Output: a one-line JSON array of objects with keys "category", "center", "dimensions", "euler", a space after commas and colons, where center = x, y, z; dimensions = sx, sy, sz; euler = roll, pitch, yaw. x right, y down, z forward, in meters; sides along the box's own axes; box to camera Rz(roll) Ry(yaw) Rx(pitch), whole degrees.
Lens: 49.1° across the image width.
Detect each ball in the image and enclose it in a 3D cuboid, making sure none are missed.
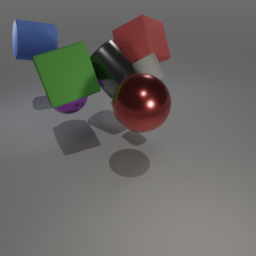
[{"category": "ball", "center": [-2.051, -1.173, 9.450], "dimensions": [1.400, 1.400, 1.400], "euler": [0, 31, 0]}, {"category": "ball", "center": [0.324, -0.591, 6.658], "dimensions": [1.400, 1.400, 1.400], "euler": [0, 31, 0]}]

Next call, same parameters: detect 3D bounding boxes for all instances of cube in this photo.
[{"category": "cube", "center": [-1.774, -1.520, 7.973], "dimensions": [1.400, 1.400, 1.400], "euler": [-22, 17, -13]}, {"category": "cube", "center": [0.501, -3.034, 10.179], "dimensions": [1.400, 1.400, 1.400], "euler": [-14, -2, 36]}]

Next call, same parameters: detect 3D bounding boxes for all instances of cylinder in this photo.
[{"category": "cylinder", "center": [0.553, -1.576, 7.633], "dimensions": [0.700, 0.700, 0.700], "euler": [-27, 9, 5]}, {"category": "cylinder", "center": [-3.485, -3.238, 10.489], "dimensions": [1.400, 1.400, 1.400], "euler": [-3, 29, -29]}, {"category": "cylinder", "center": [-0.523, -1.936, 9.287], "dimensions": [1.400, 1.400, 1.400], "euler": [46, 37, -5]}]
